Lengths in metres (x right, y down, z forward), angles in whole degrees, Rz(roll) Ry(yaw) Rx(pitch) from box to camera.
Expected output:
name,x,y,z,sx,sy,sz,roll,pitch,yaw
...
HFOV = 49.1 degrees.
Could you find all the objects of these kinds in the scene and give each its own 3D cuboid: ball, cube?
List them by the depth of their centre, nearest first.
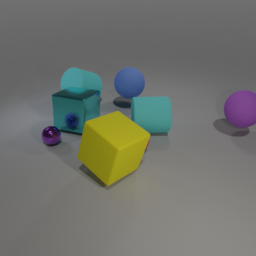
name,x,y,z,sx,sy,sz,roll,pitch,yaw
cube,-0.444,0.549,8.326,1.400,1.400,1.400,37,37,27
ball,-2.812,0.268,10.253,0.700,0.700,0.700,0,29,0
ball,4.345,-0.719,10.549,1.400,1.400,1.400,0,29,0
cube,-2.037,-0.760,11.225,1.400,1.400,1.400,10,24,17
ball,0.070,-2.037,12.701,1.400,1.400,1.400,0,29,0

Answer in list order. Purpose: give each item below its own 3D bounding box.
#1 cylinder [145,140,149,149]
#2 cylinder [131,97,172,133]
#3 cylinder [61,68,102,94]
name,x,y,z,sx,sy,sz,roll,pitch,yaw
cylinder,0.364,0.382,9.878,0.700,0.700,0.700,-2,13,-4
cylinder,0.873,-0.510,10.892,1.400,1.400,1.400,-1,29,-4
cylinder,-2.143,-1.977,13.008,1.400,1.400,1.400,20,9,31
